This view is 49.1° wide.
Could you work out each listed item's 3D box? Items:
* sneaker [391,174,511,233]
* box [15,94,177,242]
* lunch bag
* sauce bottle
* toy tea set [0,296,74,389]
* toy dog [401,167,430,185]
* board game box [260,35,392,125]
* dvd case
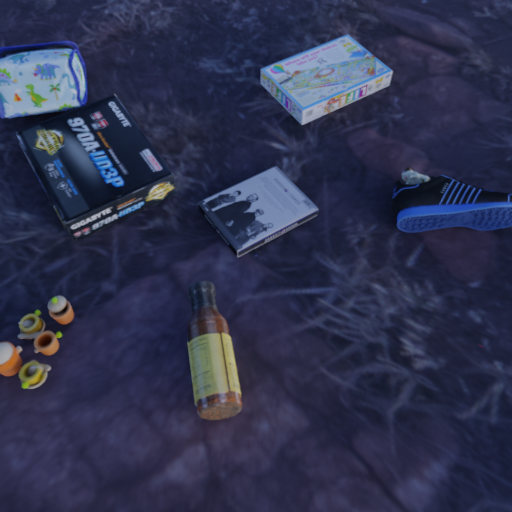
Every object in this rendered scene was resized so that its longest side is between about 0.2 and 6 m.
[{"bbox_3d":[3.833,-1.064,10.504,2.537,0.890,0.988,-2,63,0],"label":"sneaker"},{"bbox_3d":[-3.208,-1.840,11.178,2.236,0.647,2.813,-27,59,-17],"label":"box"},{"bbox_3d":[-4.697,-3.933,12.281,1.791,1.342,2.107,-9,27,-8],"label":"lunch bag"},{"bbox_3d":[-0.719,1.436,8.878,0.732,0.732,2.216,-7,54,-5],"label":"sauce bottle"},{"bbox_3d":[-3.613,1.283,8.972,0.957,0.596,1.609,7,53,15],"label":"toy tea set"},{"bbox_3d":[3.166,-1.547,11.167,0.552,0.385,0.535,31,48,20],"label":"toy dog"},{"bbox_3d":[1.605,-4.112,12.915,2.516,0.431,1.692,-27,60,-18],"label":"board game box"},{"bbox_3d":[0.035,-0.900,10.762,1.873,0.232,1.407,-28,59,-21],"label":"dvd case"}]
